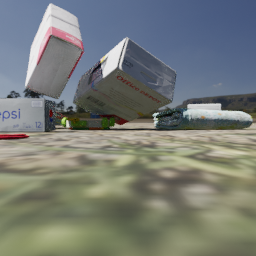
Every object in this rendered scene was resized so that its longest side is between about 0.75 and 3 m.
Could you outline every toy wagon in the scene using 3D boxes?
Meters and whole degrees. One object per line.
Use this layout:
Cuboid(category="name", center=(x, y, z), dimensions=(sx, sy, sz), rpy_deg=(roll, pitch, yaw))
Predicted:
Cuboid(category="toy wagon", center=(-1.398, -0.150, 9.346), dimensions=(1.564, 0.399, 2.016), rpy_deg=(0, 2, 17))

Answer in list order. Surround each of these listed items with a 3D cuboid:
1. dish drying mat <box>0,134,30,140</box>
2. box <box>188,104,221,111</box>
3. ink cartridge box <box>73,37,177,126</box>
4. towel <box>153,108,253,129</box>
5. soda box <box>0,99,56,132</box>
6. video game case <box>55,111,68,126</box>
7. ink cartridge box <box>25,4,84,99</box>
Cuboid(category="dish drying mat", center=(-1.900, 0.129, 4.146), dimensions=(0.319, 0.076, 0.830), rpy_deg=(0, 1, 32))
Cuboid(category="box", center=(4.773, -0.799, 17.580), dimensions=(1.981, 1.295, 1.971), rpy_deg=(0, 1, 14))
Cuboid(category="ink cartridge box", center=(-0.170, -1.293, 9.063), dimensions=(2.112, 1.225, 2.862), rpy_deg=(27, -30, -28))
Cuboid(category="towel", center=(2.429, -0.315, 9.913), dimensions=(2.480, 0.698, 2.897), rpy_deg=(-1, 2, -14))
Cuboid(category="soda box", center=(-3.214, -0.319, 7.104), dimensions=(2.588, 0.821, 0.883), rpy_deg=(0, 1, 3))
Cuboid(category="video game case", center=(-3.601, -0.516, 10.457), dimensions=(2.038, 0.249, 2.851), rpy_deg=(0, -12, 17))
Cuboid(category="ink cartridge box", center=(-2.328, -2.467, 8.826), dimensions=(1.070, 1.893, 2.584), rpy_deg=(19, 33, -28))
